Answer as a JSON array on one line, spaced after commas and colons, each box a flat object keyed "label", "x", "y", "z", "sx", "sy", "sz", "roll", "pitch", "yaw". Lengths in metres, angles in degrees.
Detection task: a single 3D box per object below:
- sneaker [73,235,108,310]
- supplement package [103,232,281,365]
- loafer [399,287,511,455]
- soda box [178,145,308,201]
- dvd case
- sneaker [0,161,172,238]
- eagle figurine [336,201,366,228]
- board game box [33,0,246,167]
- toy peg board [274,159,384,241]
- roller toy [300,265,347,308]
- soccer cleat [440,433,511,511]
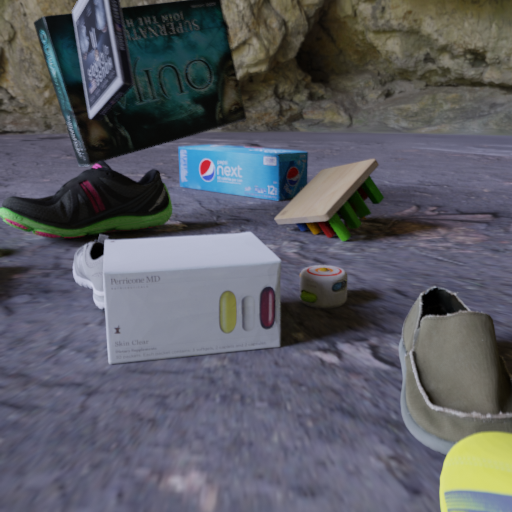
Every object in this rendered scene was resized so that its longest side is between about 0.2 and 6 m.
[{"label": "sneaker", "x": -1.952, "y": 0.058, "z": 7.324, "sx": 0.701, "sy": 0.769, "sz": 1.875, "roll": -9, "pitch": 17, "yaw": -29}, {"label": "supplement package", "x": -0.712, "y": 0.364, "z": 5.886, "sx": 1.691, "sy": 0.938, "sz": 1.317, "roll": -4, "pitch": 16, "yaw": -13}, {"label": "loafer", "x": 1.551, "y": 0.827, "z": 4.524, "sx": 0.823, "sy": 0.762, "sz": 2.187, "roll": 1, "pitch": 15, "yaw": 3}, {"label": "soda box", "x": -0.441, "y": -2.351, "z": 15.336, "sx": 3.732, "sy": 1.197, "sz": 1.266, "roll": 14, "pitch": 21, "yaw": 39}, {"label": "dvd case", "x": -2.623, "y": -3.558, "z": 9.470, "sx": 0.256, "sy": 2.068, "sz": 1.554, "roll": -6, "pitch": -7, "yaw": -36}, {"label": "sneaker", "x": -3.036, "y": -1.035, "z": 10.116, "sx": 3.127, "sy": 1.310, "sz": 1.200, "roll": -11, "pitch": 10, "yaw": -38}, {"label": "eagle figurine", "x": 1.897, "y": -0.966, "z": 11.289, "sx": 0.783, "sy": 0.779, "sz": 1.032, "roll": -25, "pitch": 17, "yaw": 27}, {"label": "board game box", "x": -2.142, "y": -3.702, "z": 11.624, "sx": 4.074, "sy": 2.755, "sz": 0.574, "roll": -26, "pitch": 22, "yaw": -34}, {"label": "toy peg board", "x": 1.438, "y": -0.933, "z": 10.417, "sx": 1.573, "sy": 0.769, "sz": 1.566, "roll": -46, "pitch": 22, "yaw": -23}, {"label": "roller toy", "x": 0.827, "y": 0.352, "z": 6.882, "sx": 0.577, "sy": 0.442, "sz": 0.633, "roll": 1, "pitch": 15, "yaw": 3}, {"label": "soccer cleat", "x": 1.468, "y": 1.316, "z": 1.578, "sx": 1.058, "sy": 1.369, "sz": 3.272, "roll": -1, "pitch": 15, "yaw": -2}]
